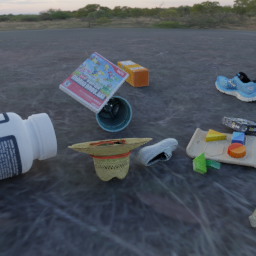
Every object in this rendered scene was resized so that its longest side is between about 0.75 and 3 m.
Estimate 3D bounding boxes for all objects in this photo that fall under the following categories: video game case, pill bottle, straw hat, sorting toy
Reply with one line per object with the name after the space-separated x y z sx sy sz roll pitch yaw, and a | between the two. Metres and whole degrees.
-1.026 -1.507 8.972 1.419 0.173 1.985 34 54 1 | video game case
-3.209 0.482 6.857 2.645 1.582 1.582 -14 28 -28 | pill bottle
-0.400 0.799 6.917 2.217 0.938 2.217 -4 1 0 | straw hat
2.717 0.634 7.950 1.989 0.396 2.691 11 26 21 | sorting toy

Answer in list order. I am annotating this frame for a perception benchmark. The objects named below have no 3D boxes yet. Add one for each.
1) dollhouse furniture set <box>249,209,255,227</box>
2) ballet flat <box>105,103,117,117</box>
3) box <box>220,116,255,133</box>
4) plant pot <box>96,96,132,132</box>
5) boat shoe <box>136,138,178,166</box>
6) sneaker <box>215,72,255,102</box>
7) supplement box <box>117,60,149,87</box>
3.146 1.862 5.391 1.309 0.657 0.858 -17 0 44 | dollhouse furniture set
-0.961 -0.971 11.298 0.606 0.573 1.798 -11 27 -22 | ballet flat
3.817 -0.104 9.325 0.962 0.293 1.193 7 13 -14 | box
-0.603 -0.631 9.936 1.237 1.237 1.212 -6 18 -12 | plant pot
0.910 0.720 7.788 1.471 0.513 0.524 -16 49 -34 | boat shoe
5.168 -2.114 13.101 1.006 1.154 2.566 -11 27 -23 | sneaker
0.234 -3.036 15.479 0.927 0.896 2.694 -10 26 -16 | supplement box
